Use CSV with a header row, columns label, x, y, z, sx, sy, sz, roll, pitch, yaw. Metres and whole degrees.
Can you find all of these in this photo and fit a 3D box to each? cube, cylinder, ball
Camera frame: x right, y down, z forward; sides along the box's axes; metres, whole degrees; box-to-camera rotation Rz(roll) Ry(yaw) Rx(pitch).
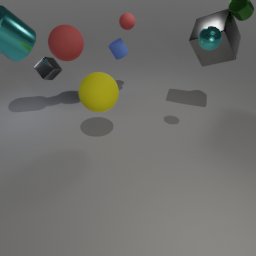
label,x,y,z,sx,sy,sz,roll,pitch,yaw
cube,3.422,-3.488,10.940,1.400,1.400,1.400,-4,50,39
cube,-3.383,-2.521,11.909,0.700,0.700,0.700,52,19,4
cylinder,-0.430,-3.631,12.880,0.700,0.700,0.700,-25,30,16
cylinder,4.129,-4.385,10.205,0.700,0.700,0.700,32,12,40
cylinder,-4.275,-3.327,9.968,1.400,1.400,1.400,-13,63,28
ball,-0.034,-4.648,12.226,0.700,0.700,0.700,0,32,0
ball,2.456,-2.685,8.379,0.700,0.700,0.700,0,32,0
ball,-2.463,-3.378,11.155,1.400,1.400,1.400,0,32,0
ball,-1.027,-1.249,9.826,1.400,1.400,1.400,0,32,0
